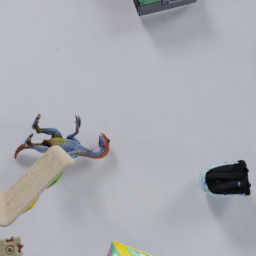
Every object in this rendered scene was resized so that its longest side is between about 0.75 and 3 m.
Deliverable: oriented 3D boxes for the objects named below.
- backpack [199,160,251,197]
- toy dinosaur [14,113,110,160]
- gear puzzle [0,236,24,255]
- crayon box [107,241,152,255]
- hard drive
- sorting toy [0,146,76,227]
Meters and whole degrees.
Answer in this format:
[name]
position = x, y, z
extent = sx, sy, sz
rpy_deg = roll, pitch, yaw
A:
[backpack]
position = 2.458, 1.367, 7.324
extent = 1.178, 0.905, 0.961
rpy_deg = -7, 85, -22
[toy dinosaur]
position = -1.645, 0.403, 7.687
extent = 2.087, 2.299, 1.207
rpy_deg = 28, 54, -26
[gear puzzle]
position = -3.777, 3.531, 7.016
extent = 2.464, 0.323, 1.276
rpy_deg = -10, 78, 0
[crayon box]
position = 0.609, 2.750, 4.812
extent = 1.884, 2.184, 0.637
rpy_deg = 22, 76, -5
[hard drive]
position = 0.887, -5.188, 9.143
extent = 2.034, 0.551, 2.912
rpy_deg = -16, 75, -4
[sorting toy]
position = -1.856, 1.091, 5.634
extent = 1.672, 1.548, 0.305
rpy_deg = -42, 113, -13
